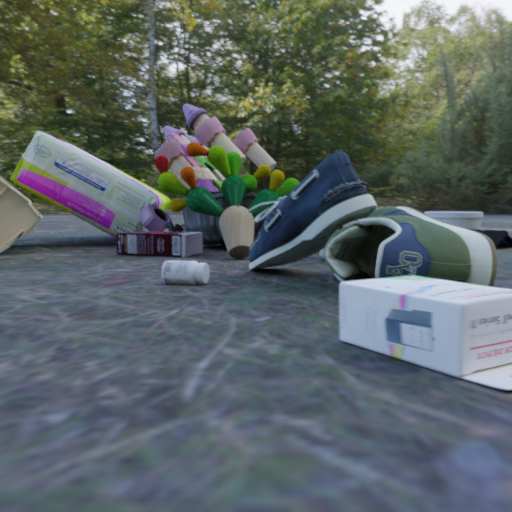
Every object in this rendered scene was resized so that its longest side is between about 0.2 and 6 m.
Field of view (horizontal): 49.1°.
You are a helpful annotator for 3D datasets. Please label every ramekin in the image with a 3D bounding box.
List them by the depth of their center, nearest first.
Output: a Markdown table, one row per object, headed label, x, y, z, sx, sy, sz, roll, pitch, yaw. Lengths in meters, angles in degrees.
| label | x | y | z | sx | sy | sz | roll | pitch | yaw |
| --- | --- | --- | --- | --- | --- | --- | --- | --- | --- |
| ramekin | 5.427 | -0.815 | 15.443 | 1.522 | 0.799 | 1.522 | -1 | 6 | 0 |

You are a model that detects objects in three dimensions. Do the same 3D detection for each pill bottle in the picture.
| label | x | y | z | sx | sy | sz | roll | pitch | yaw |
| --- | --- | --- | --- | --- | --- | --- | --- | --- | --- |
| pill bottle | -0.908 | 0.219 | 7.230 | 0.556 | 0.315 | 0.315 | 1 | 6 | 16 |

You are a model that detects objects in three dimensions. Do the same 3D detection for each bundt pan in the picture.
| label | x | y | z | sx | sy | sz | roll | pitch | yaw |
| --- | --- | --- | --- | --- | --- | --- | --- | --- | --- |
| bundt pan | -0.390 | -0.777 | 12.960 | 2.802 | 1.052 | 2.802 | -1 | 0 | 0 |

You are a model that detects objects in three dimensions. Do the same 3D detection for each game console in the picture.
| label | x | y | z | sx | sy | sz | roll | pitch | yaw |
| --- | --- | --- | --- | --- | --- | --- | --- | --- | --- |
| game console | 5.317 | -0.246 | 13.123 | 1.040 | 0.688 | 1.182 | -39 | 26 | -29 |

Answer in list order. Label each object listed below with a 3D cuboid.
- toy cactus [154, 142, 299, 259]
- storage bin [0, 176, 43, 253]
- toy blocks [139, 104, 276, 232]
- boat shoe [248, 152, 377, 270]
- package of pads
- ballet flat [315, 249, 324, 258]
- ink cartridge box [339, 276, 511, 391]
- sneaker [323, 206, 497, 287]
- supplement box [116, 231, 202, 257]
| label | x | y | z | sx | sy | sz | roll | pitch | yaw |
| --- | --- | --- | --- | --- | --- | --- | --- | --- | --- |
| toy cactus | -0.520 | -1.003 | 10.966 | 2.912 | 2.402 | 1.489 | 8 | -36 | -23 |
| storage bin | -6.159 | -1.340 | 12.126 | 2.835 | 1.338 | 2.855 | 41 | -9 | -19 |
| toy blocks | -1.613 | -2.166 | 13.461 | 2.508 | 2.980 | 2.785 | 47 | 18 | 10 |
| boat shoe | 0.558 | -0.490 | 7.756 | 1.065 | 0.879 | 2.844 | -16 | -10 | -23 |
| package of pads | -4.257 | -1.744 | 15.113 | 3.443 | 1.520 | 4.456 | 28 | 2 | -6 |
| ballet flat | 1.235 | -0.271 | 10.133 | 0.683 | 0.631 | 2.024 | 30 | -2 | 36 |
| ink cartridge box | 1.344 | 0.457 | 3.868 | 0.837 | 0.481 | 1.430 | -3 | 7 | -32 |
| sneaker | 1.426 | -0.125 | 6.899 | 1.366 | 1.020 | 3.043 | 3 | 8 | -16 |
| supplement box | -1.943 | -0.251 | 11.291 | 1.532 | 0.466 | 0.834 | 3 | 7 | 19 |
